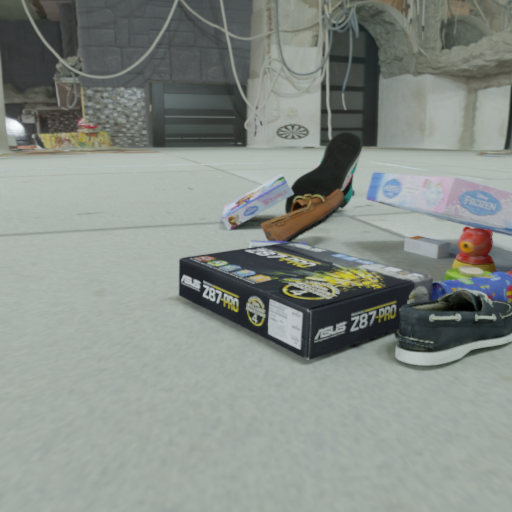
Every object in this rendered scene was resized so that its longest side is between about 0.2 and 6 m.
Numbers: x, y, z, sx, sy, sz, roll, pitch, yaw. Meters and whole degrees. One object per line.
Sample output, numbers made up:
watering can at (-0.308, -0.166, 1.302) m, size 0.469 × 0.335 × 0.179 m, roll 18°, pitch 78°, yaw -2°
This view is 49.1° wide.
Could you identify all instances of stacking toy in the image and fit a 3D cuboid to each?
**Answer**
stacking toy at (4.261, 0.061, 9.695) m, size 1.949 × 0.823 × 1.764 m, roll 10°, pitch 17°, yaw 36°

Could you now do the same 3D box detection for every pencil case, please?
pencil case at (3.154, 0.568, 8.219) m, size 1.437 × 0.561 × 0.624 m, roll -7°, pitch 25°, yaw -25°

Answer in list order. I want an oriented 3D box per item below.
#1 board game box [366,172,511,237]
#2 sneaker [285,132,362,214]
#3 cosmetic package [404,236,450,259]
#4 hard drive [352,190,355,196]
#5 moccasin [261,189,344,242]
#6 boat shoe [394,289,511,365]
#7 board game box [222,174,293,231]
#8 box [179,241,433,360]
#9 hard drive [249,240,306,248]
board game box at (4.237, -0.914, 10.856) m, size 3.174 × 0.688 × 3.158 m, roll 12°, pitch 6°, yaw -14°
sneaker at (1.852, -1.797, 15.998) m, size 1.394 × 2.013 × 3.333 m, roll 30°, pitch 64°, yaw 17°
cosmetic package at (3.577, -0.191, 11.738) m, size 0.430 × 0.302 × 0.848 m, roll -10°, pitch 18°, yaw -35°
hard drive at (2.759, -2.331, 20.180) m, size 0.988 × 0.267 × 1.414 m, roll -7°, pitch 15°, yaw -24°
moccasin at (1.046, -0.957, 12.375) m, size 2.158 × 0.833 × 0.789 m, roll -31°, pitch -5°, yaw -18°
boat shoe at (2.641, 0.773, 7.095) m, size 2.320 × 0.700 × 0.877 m, roll -11°, pitch 13°, yaw -42°
board game box at (0.014, -1.459, 14.814) m, size 1.890 × 0.389 × 1.885 m, roll -29°, pitch 13°, yaw 5°
box at (0.626, 0.482, 8.240) m, size 2.411 × 0.735 × 2.992 m, roll -7°, pitch 15°, yaw -37°
hard drive at (0.424, -0.167, 11.337) m, size 1.103 × 0.140 × 0.728 m, roll 3°, pitch -9°, yaw -2°
